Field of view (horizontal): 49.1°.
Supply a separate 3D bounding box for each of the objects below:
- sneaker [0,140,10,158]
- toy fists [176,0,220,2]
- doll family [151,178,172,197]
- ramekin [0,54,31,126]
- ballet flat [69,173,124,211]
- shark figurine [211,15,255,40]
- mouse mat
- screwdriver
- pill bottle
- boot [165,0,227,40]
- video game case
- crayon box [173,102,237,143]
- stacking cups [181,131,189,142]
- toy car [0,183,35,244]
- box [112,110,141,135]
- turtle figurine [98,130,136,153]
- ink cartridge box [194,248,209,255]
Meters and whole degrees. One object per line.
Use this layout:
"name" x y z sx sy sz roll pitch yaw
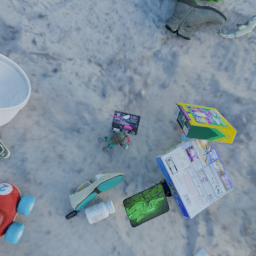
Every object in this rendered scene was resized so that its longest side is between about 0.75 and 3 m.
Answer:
"sneaker" -5.084 0.608 10.649 1.338 0.600 0.448 42 82 7
"toy fists" 3.104 -6.035 11.750 2.786 0.958 1.420 -3 80 -2
"doll family" 1.583 2.261 10.380 1.536 0.603 0.888 -23 84 1
"ramekin" -5.103 -1.325 9.989 2.843 2.843 1.492 52 127 9
"ballet flat" -1.201 2.146 10.346 2.218 0.770 0.770 -34 81 -5
"shark figurine" 4.450 -4.115 11.646 1.825 1.090 0.762 -14 53 14
"mouse mat" 0.605 2.472 8.920 1.390 0.052 1.119 -22 109 -10
"screwdriver" -1.671 2.971 10.450 1.462 0.204 0.213 -31 51 -12
"pill bottle" -1.004 3.034 10.206 0.992 0.567 0.567 -22 80 -4
"boot" 2.774 -4.319 11.621 2.295 0.777 1.499 20 96 -5
"video game case" 2.412 1.618 10.032 2.140 0.537 2.361 -26 90 -21
"crayon box" 2.368 -0.190 8.924 1.466 1.699 0.495 9 116 -11
"stacking cups" 2.224 0.347 10.809 0.468 0.468 1.546 -4 76 -1
"toy car" -4.667 2.840 9.358 2.122 2.303 2.037 20 80 3
"box" -0.063 -0.163 9.086 0.853 0.563 0.489 14 64 2
"turtle figurine" -0.421 0.396 10.694 1.348 0.679 1.009 -24 80 1
"ink cartridge box" 2.471 6.032 9.616 2.708 0.605 2.385 -40 55 -7
